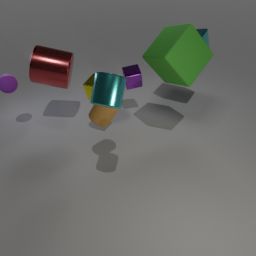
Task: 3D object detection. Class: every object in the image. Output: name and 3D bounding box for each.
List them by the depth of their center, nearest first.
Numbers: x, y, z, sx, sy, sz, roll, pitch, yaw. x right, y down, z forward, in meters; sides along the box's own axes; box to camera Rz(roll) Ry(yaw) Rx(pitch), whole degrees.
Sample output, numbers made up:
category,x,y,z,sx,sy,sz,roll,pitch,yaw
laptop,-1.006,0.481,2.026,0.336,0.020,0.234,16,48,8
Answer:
category,x,y,z,sx,sy,sz,roll,pitch,yaw
cylinder,-0.439,-0.821,6.225,0.700,0.700,0.700,11,1,0
cylinder,-0.722,-0.511,8.374,0.700,0.700,0.700,26,28,-15
cube,1.628,-2.396,9.274,1.400,1.400,1.400,-53,31,-6
cube,-1.025,-1.393,9.780,0.700,0.700,0.700,12,49,26
ball,-4.417,-1.620,10.281,0.700,0.700,0.700,0,33,0
cylinder,-2.869,-2.296,10.628,1.400,1.400,1.400,10,32,-9
cube,0.180,-2.141,11.762,0.700,0.700,0.700,-13,50,-4
cube,2.569,-3.258,11.952,1.400,1.400,1.400,10,46,34
